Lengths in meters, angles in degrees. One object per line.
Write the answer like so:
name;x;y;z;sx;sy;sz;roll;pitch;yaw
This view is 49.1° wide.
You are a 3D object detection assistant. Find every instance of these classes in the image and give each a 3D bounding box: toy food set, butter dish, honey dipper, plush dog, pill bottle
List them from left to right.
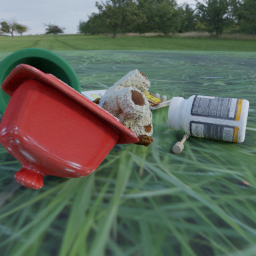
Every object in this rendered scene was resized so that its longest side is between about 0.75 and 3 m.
butter dish;-1.488;0.271;5.293;2.440;1.804;2.433;33;-19;-26
plush dog;0.050;-0.301;7.121;1.547;1.656;1.928;-26;25;20
toy food set;0.749;-1.395;11.003;1.964;0.593;1.409;30;26;23
honey dipper;1.436;0.367;7.391;0.228;0.228;1.199;8;19;22
pill bottle;2.222;-0.300;7.818;2.033;1.183;1.183;9;21;22

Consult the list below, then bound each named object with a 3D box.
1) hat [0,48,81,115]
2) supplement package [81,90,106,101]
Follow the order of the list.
hat;-2.966;-1.159;9.325;2.929;2.426;2.579;38;-7;-5
supplement package;-0.811;-0.660;9.169;1.184;0.910;1.238;-10;25;-28
